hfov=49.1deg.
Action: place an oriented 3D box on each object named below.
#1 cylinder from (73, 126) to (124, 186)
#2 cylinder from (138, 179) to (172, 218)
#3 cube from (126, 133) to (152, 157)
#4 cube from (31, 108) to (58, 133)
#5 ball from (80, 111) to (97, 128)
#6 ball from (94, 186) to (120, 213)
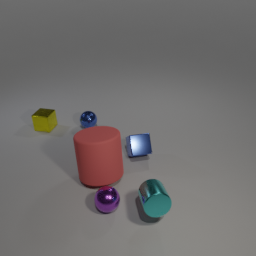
[{"bbox_3d":[-0.877,0.819,8.537,1.400,1.400,1.400,-4,20,1],"label":"cylinder"},{"bbox_3d":[0.664,1.751,7.042,0.700,0.700,0.700,-5,21,-8],"label":"cylinder"},{"bbox_3d":[0.361,0.582,9.555,0.700,0.700,0.700,-7,-5,-12],"label":"cube"},{"bbox_3d":[-3.348,-0.317,11.279,0.700,0.700,0.700,7,32,13],"label":"cube"},{"bbox_3d":[-1.584,-0.340,11.217,0.700,0.700,0.700,0,31,0],"label":"ball"},{"bbox_3d":[-0.563,1.929,7.593,0.700,0.700,0.700,0,31,0],"label":"ball"}]
